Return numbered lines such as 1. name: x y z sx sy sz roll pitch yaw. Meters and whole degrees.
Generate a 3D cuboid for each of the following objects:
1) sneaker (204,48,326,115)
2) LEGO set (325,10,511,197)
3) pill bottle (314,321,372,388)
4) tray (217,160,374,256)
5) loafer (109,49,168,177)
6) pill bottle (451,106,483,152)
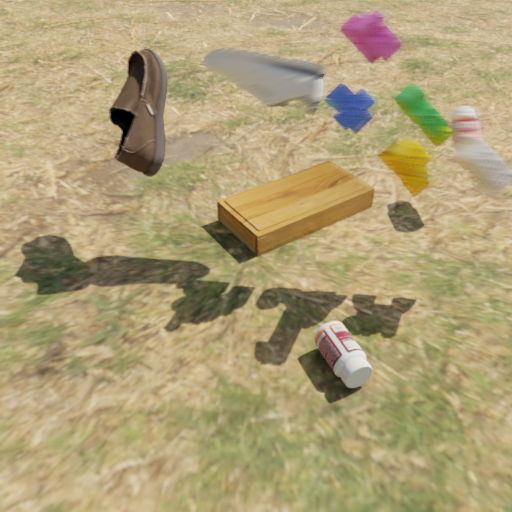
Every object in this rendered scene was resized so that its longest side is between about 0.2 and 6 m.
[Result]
1. sneaker: 0.107 -3.083 9.812 2.159 0.869 0.825 13 17 5
2. LEGO set: 2.379 -2.049 8.800 3.804 1.451 1.561 46 8 -2
3. pill bottle: 1.348 1.526 8.672 0.556 0.556 0.974 -15 42 -17
4. tray: 0.865 -1.120 11.947 3.058 0.566 1.508 -23 44 -27
5. loafer: -2.133 -2.672 9.999 0.886 0.911 2.496 7 67 -32
6. pill bottle: 4.354 -2.607 11.616 0.548 0.548 1.001 4 54 5
